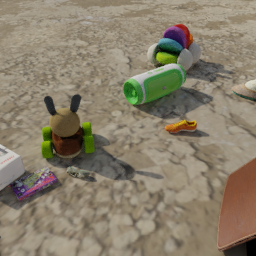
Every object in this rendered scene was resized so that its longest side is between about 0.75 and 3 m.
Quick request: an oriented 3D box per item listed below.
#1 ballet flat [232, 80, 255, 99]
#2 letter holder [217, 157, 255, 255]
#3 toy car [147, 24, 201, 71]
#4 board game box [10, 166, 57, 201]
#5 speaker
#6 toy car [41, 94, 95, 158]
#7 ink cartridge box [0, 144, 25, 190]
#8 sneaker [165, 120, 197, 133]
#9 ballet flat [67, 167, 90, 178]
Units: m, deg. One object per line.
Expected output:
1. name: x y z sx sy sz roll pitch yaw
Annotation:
1. ballet flat: 5.985 -1.661 12.271 2.770 0.931 0.943 24 42 29
2. letter holder: 3.413 2.098 7.066 1.315 1.858 2.614 37 42 -4
3. toy car: 2.549 -4.443 15.068 2.445 2.095 2.794 22 42 26
4. board game box: -2.838 1.650 8.432 1.202 0.194 0.721 -26 48 -31
5. speaker: 1.225 -1.972 12.423 2.866 1.268 1.268 -25 43 -30
6. toy car: -2.088 -0.213 9.312 1.723 2.098 1.655 -7 37 -9
7. ink cartridge box: -4.254 1.131 8.666 1.690 0.717 1.231 23 42 26
8. sneaker: 1.980 -0.106 10.551 1.221 0.471 0.446 -8 38 -4
9. ballet flat: -1.557 1.418 8.725 0.780 0.263 0.248 13 66 18
